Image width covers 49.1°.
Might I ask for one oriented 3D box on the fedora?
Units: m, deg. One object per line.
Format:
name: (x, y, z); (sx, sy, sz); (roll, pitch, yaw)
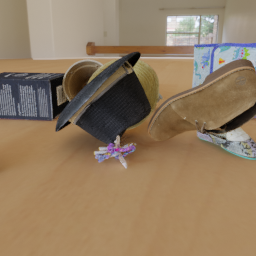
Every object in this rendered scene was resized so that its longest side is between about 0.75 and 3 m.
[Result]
fedora: (-0.344, -0.493, 6.829); (2.984, 1.363, 2.984); (-42, 3, 3)

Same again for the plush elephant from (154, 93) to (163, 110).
plush elephant: (0.806, -1.064, 10.359); (0.850, 1.097, 0.904); (31, 23, 25)

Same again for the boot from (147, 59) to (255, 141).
boot: (1.533, -0.240, 6.125); (1.053, 1.079, 2.861); (14, -36, -39)

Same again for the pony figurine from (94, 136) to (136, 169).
pony figurine: (-0.262, 0.484, 5.821); (0.823, 0.685, 0.794); (-13, 6, 11)

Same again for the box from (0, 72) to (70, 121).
box: (-3.541, -1.173, 9.728); (2.588, 1.350, 1.915); (2, 17, 7)

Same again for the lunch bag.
lunch bag: (3.582, -1.796, 9.990); (1.801, 2.403, 2.827); (-7, 19, -22)

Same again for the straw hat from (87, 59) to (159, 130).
straw hat: (-0.098, -0.857, 8.693); (2.446, 2.446, 1.035); (5, -21, 16)

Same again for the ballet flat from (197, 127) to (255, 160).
ballet flat: (2.324, 0.158, 6.650); (0.675, 0.675, 1.875); (-9, 20, -28)

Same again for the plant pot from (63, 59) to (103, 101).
plant pot: (-1.345, -1.444, 10.276); (1.705, 1.705, 1.561); (1, -4, 3)
